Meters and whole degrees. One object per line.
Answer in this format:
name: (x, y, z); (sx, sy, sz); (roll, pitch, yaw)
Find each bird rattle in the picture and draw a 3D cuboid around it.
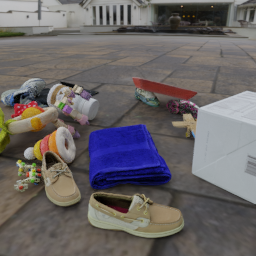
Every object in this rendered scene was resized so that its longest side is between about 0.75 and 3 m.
bird rattle: (-3.427, -0.195, 9.713); (2.202, 1.521, 2.701); (-7, 9, 21)

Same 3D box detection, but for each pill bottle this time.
pill bottle: (-2.314, -1.071, 11.947); (1.982, 1.133, 1.133); (21, 28, 17)

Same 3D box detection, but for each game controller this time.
game controller: (-4.182, -1.654, 14.549); (1.239, 0.500, 2.375); (-16, 23, 0)

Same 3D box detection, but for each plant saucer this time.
plant saucer: (1.567, -1.832, 13.062); (2.674, 0.491, 2.669); (11, 10, -8)

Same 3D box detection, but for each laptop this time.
laptop: (-2.618, -2.218, 15.260); (1.408, 0.820, 1.588); (17, 29, 33)

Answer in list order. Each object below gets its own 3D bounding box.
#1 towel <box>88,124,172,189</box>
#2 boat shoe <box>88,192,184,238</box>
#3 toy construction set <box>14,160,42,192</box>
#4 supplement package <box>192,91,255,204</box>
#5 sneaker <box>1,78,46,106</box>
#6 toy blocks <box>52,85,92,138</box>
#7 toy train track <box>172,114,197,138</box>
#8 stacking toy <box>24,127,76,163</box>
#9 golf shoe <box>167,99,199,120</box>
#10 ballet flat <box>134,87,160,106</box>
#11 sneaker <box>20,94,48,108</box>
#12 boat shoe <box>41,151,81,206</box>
towel: (-0.102, 0.690, 8.467); (2.178, 0.731, 2.950); (-2, 23, -8)
boat shoe: (0.148, 1.777, 5.945); (2.084, 0.692, 0.771); (2, 23, 5)
toy construction set: (-2.681, 1.260, 7.468); (0.668, 0.469, 1.019); (18, 24, -22)
supplement package: (3.395, 0.333, 7.679); (2.615, 1.985, 1.970); (-19, 30, -38)
sneaker: (-4.942, -1.665, 13.785); (0.990, 0.895, 2.323); (23, 49, 39)
toy blocks: (-1.916, -0.534, 10.583); (1.461, 1.735, 1.622); (36, -6, -31)
toy train track: (2.421, 0.274, 9.955); (1.481, 0.420, 2.582); (-1, 30, -5)
stacking toy: (-2.477, 0.666, 8.536); (1.535, 1.121, 1.121); (-15, 21, 9)
golf shoe: (2.633, -0.872, 12.171); (0.937, 0.739, 2.035); (-13, 26, -28)
ballet flat: (0.919, -1.644, 14.102); (0.731, 0.731, 1.970); (-14, 27, -30)
sneaker: (-4.354, -1.104, 12.766); (1.724, 0.698, 0.637); (12, 26, 26)
boat shoe: (-1.833, 1.250, 7.221); (0.742, 0.671, 2.081); (-14, 26, -29)
